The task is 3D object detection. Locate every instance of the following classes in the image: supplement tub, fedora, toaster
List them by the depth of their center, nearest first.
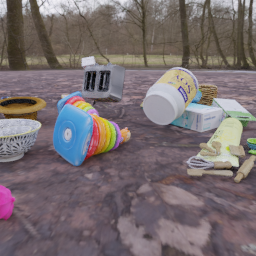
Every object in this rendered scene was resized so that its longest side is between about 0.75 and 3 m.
[{"bbox_3d":[1.552,-1.169,10.207,1.470,1.470,2.022,10,40,32],"label":"supplement tub"},{"bbox_3d":[-4.652,-0.673,12.073,2.330,0.950,2.330,0,22,0],"label":"fedora"},{"bbox_3d":[-1.109,-1.954,12.617,1.656,1.831,1.087,6,-3,32],"label":"toaster"}]

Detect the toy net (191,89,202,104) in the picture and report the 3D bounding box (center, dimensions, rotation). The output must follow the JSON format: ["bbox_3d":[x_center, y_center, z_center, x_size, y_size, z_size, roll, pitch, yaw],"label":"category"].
[{"bbox_3d":[2.215,-1.039,13.356,2.689,0.519,1.411,-13,-33,15],"label":"toy net"}]

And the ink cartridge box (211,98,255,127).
[{"bbox_3d":[4.435,-0.558,11.907,1.080,0.617,2.080,3,28,-11],"label":"ink cartridge box"}]

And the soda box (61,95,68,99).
[{"bbox_3d":[-3.472,-1.524,16.068,0.581,0.549,1.716,-4,15,-15],"label":"soda box"}]

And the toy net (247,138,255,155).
[{"bbox_3d":[4.553,0.633,8.711,1.561,0.301,0.819,4,16,15],"label":"toy net"}]

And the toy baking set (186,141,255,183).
[{"bbox_3d":[2.423,0.925,7.379,1.513,0.229,1.971,17,35,31],"label":"toy baking set"}]

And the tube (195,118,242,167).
[{"bbox_3d":[3.039,0.442,8.735,0.858,0.767,2.956,-37,-1,34],"label":"tube"}]

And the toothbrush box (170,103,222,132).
[{"bbox_3d":[2.780,-0.516,11.888,1.400,0.816,1.913,-13,20,-39],"label":"toothbrush box"}]

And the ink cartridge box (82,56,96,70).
[{"bbox_3d":[-1.853,-2.939,13.576,0.598,0.812,0.587,-11,52,3],"label":"ink cartridge box"}]

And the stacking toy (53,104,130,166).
[{"bbox_3d":[-0.813,0.251,8.707,1.454,1.537,2.649,27,15,39],"label":"stacking toy"}]

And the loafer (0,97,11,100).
[{"bbox_3d":[-6.320,-1.375,15.333,1.891,0.646,0.716,-8,17,-27],"label":"loafer"}]

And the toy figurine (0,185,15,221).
[{"bbox_3d":[-2.791,1.461,5.135,1.277,1.041,1.387,4,-16,-44],"label":"toy figurine"}]

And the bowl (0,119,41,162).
[{"bbox_3d":[-3.580,0.411,8.294,2.018,0.947,2.018,0,16,0],"label":"bowl"}]

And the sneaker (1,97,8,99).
[{"bbox_3d":[-7.644,-1.742,17.296,0.389,0.350,0.946,-2,8,0],"label":"sneaker"}]

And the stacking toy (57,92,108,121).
[{"bbox_3d":[-1.672,-0.486,11.503,2.312,1.269,1.342,23,43,32],"label":"stacking toy"}]

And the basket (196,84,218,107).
[{"bbox_3d":[3.396,-1.529,14.162,2.118,1.577,1.511,4,16,17],"label":"basket"}]

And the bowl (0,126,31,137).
[{"bbox_3d":[-3.476,0.399,8.289,1.284,0.603,1.284,-5,16,1],"label":"bowl"}]

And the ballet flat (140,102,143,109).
[{"bbox_3d":[1.689,-1.685,16.069,2.624,0.928,0.928,-13,20,-39],"label":"ballet flat"}]
